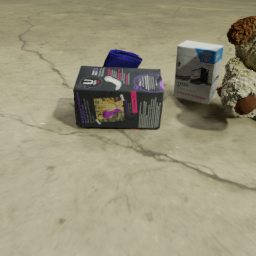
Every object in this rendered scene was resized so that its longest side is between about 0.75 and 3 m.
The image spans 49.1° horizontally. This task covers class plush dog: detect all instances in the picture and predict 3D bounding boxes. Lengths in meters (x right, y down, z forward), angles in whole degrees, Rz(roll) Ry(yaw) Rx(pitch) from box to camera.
[{"bbox_3d":[3.509,-1.691,7.493,2.909,2.498,2.334,3,22,-22],"label":"plush dog"}]

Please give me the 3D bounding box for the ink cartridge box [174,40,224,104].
[{"bbox_3d":[2.180,-1.753,8.841,1.243,1.714,0.717,18,37,28],"label":"ink cartridge box"}]

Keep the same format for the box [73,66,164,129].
[{"bbox_3d":[-0.234,-0.841,7.621,2.259,1.198,1.381,3,37,-1],"label":"box"}]

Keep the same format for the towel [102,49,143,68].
[{"bbox_3d":[-0.331,-1.679,8.259,1.040,1.409,0.349,8,50,-27],"label":"towel"}]
